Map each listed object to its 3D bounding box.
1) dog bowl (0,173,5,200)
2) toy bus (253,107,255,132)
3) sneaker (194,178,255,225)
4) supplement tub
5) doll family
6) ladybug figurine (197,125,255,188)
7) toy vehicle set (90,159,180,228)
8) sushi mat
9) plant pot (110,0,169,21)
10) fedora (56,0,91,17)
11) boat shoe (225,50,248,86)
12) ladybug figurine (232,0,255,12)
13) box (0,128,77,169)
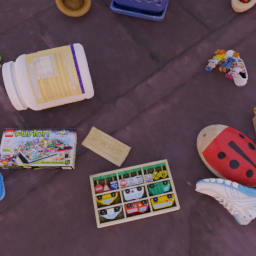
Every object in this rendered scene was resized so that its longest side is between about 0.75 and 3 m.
[{"bbox_3d":[-4.524,1.970,9.490,0.632,0.281,1.135,-18,67,-8],"label":"dog bowl"},{"bbox_3d":[4.941,-0.038,10.184,0.489,0.588,1.502,-3,67,0],"label":"toy bus"},{"bbox_3d":[3.453,2.404,8.946,2.751,1.031,1.192,14,73,6],"label":"sneaker"},{"bbox_3d":[-2.798,-1.787,10.147,2.787,2.026,2.026,-14,67,-7],"label":"supplement tub"},{"bbox_3d":[3.855,-2.642,11.042,1.571,0.708,0.975,32,68,36],"label":"doll family"},{"bbox_3d":[3.593,0.886,9.581,1.808,0.958,2.664,-43,73,-16],"label":"ladybug figurine"},{"bbox_3d":[0.190,2.156,9.365,2.719,0.360,1.689,-12,67,-5],"label":"toy vehicle set"},{"bbox_3d":[-0.790,0.662,10.149,1.690,0.102,0.809,29,70,12],"label":"sushi mat"},{"bbox_3d":[0.666,-6.309,11.843,2.805,2.522,2.805,14,67,5],"label":"plant pot"},{"bbox_3d":[-2.424,-5.546,12.510,1.618,0.660,1.618,1,76,-5],"label":"fedora"},{"bbox_3d":[4.427,-2.523,11.278,0.622,0.553,1.691,-14,67,-6],"label":"boat shoe"},{"bbox_3d":[5.250,-5.755,12.689,1.454,0.523,0.987,-42,73,-16],"label":"ladybug figurine"},{"bbox_3d":[-3.166,0.732,9.930,2.570,0.446,1.415,0,67,0],"label":"box"}]
